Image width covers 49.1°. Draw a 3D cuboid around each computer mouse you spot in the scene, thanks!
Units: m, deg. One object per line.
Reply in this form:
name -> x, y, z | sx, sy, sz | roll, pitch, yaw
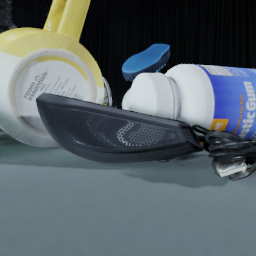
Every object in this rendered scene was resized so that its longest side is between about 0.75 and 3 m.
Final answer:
computer mouse -> 0.075, 0.143, 3.165 | 2.507, 0.661, 1.736 | 13, 5, 14

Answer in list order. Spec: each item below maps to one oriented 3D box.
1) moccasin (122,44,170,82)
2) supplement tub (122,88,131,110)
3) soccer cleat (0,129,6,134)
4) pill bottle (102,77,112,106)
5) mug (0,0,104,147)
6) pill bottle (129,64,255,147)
moccasin -> 0.851, -2.204, 10.181 | 1.193, 1.011, 2.964 | 19, 38, 29
supplement tub -> 0.593, -0.851, 10.826 | 1.539, 1.539, 2.512 | 0, 4, 2
soccer cleat -> -3.516, -0.188, 6.318 | 2.685, 0.930, 1.041 | 2, -8, -40
pill bottle -> -2.121, -1.248, 12.003 | 2.615, 1.465, 1.465 | -16, 9, -18
mug -> -1.536, -0.941, 4.777 | 2.218, 2.770, 2.274 | -16, 18, -22
pill bottle -> 1.265, -0.344, 4.562 | 2.352, 1.318, 1.318 | -2, 4, -23
